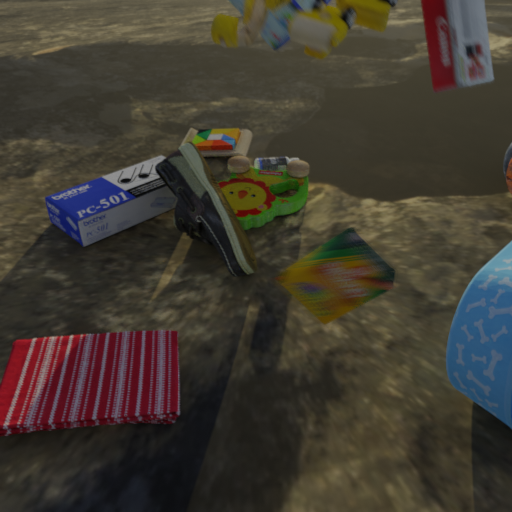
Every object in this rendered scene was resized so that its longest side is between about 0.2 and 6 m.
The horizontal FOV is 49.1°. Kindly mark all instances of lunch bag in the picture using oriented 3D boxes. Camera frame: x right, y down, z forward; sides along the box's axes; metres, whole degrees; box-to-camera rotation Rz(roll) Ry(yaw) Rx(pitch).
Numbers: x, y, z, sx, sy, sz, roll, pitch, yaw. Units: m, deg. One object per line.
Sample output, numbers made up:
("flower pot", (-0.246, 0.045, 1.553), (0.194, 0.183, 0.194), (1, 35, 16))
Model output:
("lunch bag", (0.539, -5.289, 10.914), (1.882, 1.601, 1.200), (-31, 38, 28))

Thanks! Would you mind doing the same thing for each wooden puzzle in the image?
("wooden puzzle", (-0.904, -2.632, 12.801), (1.503, 0.280, 1.391), (4, 35, 6))

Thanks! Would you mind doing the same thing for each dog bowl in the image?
("dog bowl", (3.473, 0.614, 6.871), (0.861, 1.937, 3.474), (18, 38, 42))

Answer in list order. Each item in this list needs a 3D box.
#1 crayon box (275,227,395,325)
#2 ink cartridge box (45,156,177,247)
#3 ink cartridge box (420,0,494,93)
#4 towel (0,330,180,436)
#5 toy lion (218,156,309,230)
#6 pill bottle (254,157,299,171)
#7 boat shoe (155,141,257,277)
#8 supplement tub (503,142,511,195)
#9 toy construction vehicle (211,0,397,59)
("crayon box", (0.647, 0.226, 4.845), (0.585, 0.922, 0.234), (42, 38, -15))
("ink cartridge box", (-2.401, -1.081, 10.333), (2.540, 0.562, 1.194), (-29, 44, -35))
("ink cartridge box", (2.409, -2.631, 6.849), (0.997, 1.136, 0.476), (-22, 16, -41))
("towel", (-2.049, 1.518, 6.910), (2.185, 0.246, 1.580), (-3, 33, -7))
("toy lion", (0.024, -1.124, 10.473), (1.859, 0.638, 1.782), (5, 42, 6))
("pill bottle", (0.427, -1.745, 11.337), (0.881, 0.501, 0.501), (-5, 35, -7))
("boat shoe", (-0.908, -0.703, 9.382), (0.972, 1.057, 2.957), (-29, 56, 2))
("supplement tub", (5.737, -1.986, 10.739), (1.600, 1.600, 2.611), (20, 41, 26))
("toy construction vehicle", (0.604, -2.711, 6.295), (1.656, 0.670, 1.903), (22, 50, 15))
